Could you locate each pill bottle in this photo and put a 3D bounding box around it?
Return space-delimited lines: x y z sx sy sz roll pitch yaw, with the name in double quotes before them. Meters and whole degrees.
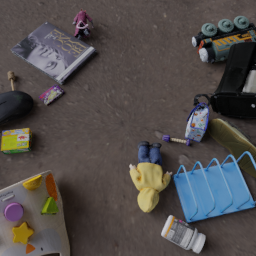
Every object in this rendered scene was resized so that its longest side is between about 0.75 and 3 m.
"pill bottle" 1.593 3.067 8.061 1.139 0.663 0.663 25 64 12

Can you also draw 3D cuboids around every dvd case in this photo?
"dvd case" -3.112 -3.240 11.744 2.914 0.233 2.167 33 66 16

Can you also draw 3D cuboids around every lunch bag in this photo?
"lunch bag" 2.400 -0.226 9.707 0.678 0.930 1.094 18 64 7

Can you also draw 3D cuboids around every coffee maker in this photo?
"coffee maker" 3.975 -1.822 10.136 2.444 1.714 2.545 19 62 11

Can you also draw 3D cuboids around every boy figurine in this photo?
"boy figurine" 0.731 1.536 8.857 1.387 0.719 2.232 7 63 -11

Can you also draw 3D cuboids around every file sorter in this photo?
"file sorter" 2.691 1.718 8.404 2.197 1.348 1.525 -11 61 -6

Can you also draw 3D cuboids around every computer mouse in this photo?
"computer mouse" -4.551 -0.609 9.962 2.409 0.635 1.668 -31 77 -18

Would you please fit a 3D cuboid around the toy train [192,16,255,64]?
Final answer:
"toy train" 4.056 -3.543 11.456 2.751 1.172 1.568 -15 72 -8

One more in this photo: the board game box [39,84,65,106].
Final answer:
"board game box" -2.928 -1.273 10.739 0.514 0.138 0.856 37 68 23

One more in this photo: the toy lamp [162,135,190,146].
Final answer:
"toy lamp" 1.668 0.427 9.731 0.930 0.271 0.271 13 62 6

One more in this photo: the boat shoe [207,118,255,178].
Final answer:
"boat shoe" 3.784 0.557 9.295 0.820 0.892 2.495 -26 64 -41

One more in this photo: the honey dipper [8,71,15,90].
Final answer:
"honey dipper" -4.442 -1.599 10.847 0.261 0.261 1.376 -16 64 -9

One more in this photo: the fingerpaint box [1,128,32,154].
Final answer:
"fingerpaint box" -3.829 0.452 9.662 0.924 0.339 0.771 -7 62 -5

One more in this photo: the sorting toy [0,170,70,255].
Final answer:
"sorting toy" -2.872 2.877 7.691 2.901 1.550 2.611 -23 86 -27

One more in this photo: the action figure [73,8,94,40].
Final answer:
"action figure" -2.030 -4.581 12.066 0.968 1.076 1.445 -3 75 5
